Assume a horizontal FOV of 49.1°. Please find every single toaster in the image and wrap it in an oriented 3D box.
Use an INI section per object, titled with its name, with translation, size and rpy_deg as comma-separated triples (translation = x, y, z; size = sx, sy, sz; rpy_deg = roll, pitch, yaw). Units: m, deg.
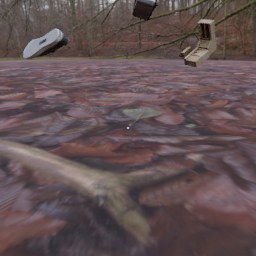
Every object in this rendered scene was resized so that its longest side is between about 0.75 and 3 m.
[toaster]
translation = 0.581, -4.084, 8.765
size = 0.650, 0.990, 1.095
rpy_deg = 11, -9, -10

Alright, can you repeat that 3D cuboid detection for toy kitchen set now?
[toy kitchen set]
translation = 2.289, -3.001, 9.868
size = 1.030, 1.139, 1.262
rpy_deg = 25, 58, 40

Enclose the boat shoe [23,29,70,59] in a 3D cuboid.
[boat shoe]
translation = -2.777, -2.685, 9.438
size = 1.853, 0.655, 0.590
rpy_deg = -12, -23, 32
